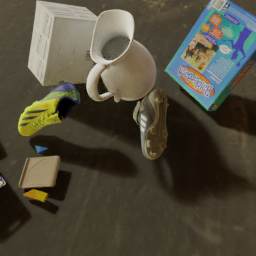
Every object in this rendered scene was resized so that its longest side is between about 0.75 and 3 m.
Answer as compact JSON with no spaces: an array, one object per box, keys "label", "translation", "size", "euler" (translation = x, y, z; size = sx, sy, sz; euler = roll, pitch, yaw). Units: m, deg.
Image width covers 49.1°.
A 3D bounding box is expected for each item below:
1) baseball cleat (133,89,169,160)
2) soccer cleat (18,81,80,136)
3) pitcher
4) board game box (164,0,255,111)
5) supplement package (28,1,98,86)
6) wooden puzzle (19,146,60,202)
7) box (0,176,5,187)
[{"label":"baseball cleat","translation":[0.582,-0.045,7.651],"size":[0.735,1.122,2.107],"euler":[31,57,-27]},{"label":"soccer cleat","translation":[-2.189,-0.367,7.625],"size":[2.160,0.698,0.903],"euler":[-38,63,15]},{"label":"pitcher","translation":[-0.232,-1.541,7.991],"size":[1.641,2.707,2.322],"euler":[19,80,21]},{"label":"board game box","translation":[2.647,-2.243,8.457],"size":[0.625,2.779,2.113],"euler":[-5,47,-49]},{"label":"supplement package","translation":[-1.998,-2.610,8.842],"size":[1.698,2.180,1.209],"euler":[-12,47,-40]},{"label":"wooden puzzle","translation":[-2.270,1.159,7.255],"size":[1.016,0.176,1.506],"euler":[3,55,14]},{"label":"box","translation":[-3.701,1.279,6.943],"size":[0.927,0.248,1.530],"euler":[-30,42,-28]}]
